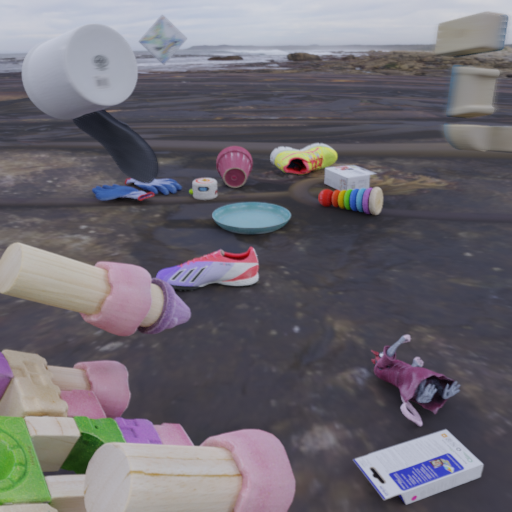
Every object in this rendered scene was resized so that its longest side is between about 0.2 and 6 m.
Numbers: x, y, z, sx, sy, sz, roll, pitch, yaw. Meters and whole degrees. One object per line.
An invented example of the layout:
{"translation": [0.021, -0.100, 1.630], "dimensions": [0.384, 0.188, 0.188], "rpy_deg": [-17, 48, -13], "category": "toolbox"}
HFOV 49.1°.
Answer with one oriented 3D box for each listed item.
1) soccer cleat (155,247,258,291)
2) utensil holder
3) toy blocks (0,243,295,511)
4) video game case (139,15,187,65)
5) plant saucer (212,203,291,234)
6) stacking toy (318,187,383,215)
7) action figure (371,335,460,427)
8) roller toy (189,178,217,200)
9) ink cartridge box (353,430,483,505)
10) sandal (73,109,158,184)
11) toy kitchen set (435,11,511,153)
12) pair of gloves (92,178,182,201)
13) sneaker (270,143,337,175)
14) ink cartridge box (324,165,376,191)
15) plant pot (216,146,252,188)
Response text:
{"translation": [-0.876, 0.206, 9.978], "dimensions": [1.840, 0.673, 0.628], "rpy_deg": [-3, 23, -6], "category": "soccer cleat"}
{"translation": [-3.265, -3.404, 10.408], "dimensions": [1.520, 1.520, 1.789], "rpy_deg": [-20, 17, -39], "category": "utensil holder"}
{"translation": [-1.177, 1.940, 4.712], "dimensions": [2.580, 3.065, 2.865], "rpy_deg": [23, 15, -45], "category": "toy blocks"}
{"translation": [-2.221, -5.156, 13.371], "dimensions": [0.789, 0.866, 0.095], "rpy_deg": [41, -3, -15], "category": "video game case"}
{"translation": [-0.107, -0.863, 13.040], "dimensions": [1.818, 0.249, 1.818], "rpy_deg": [-1, 23, 0], "category": "plant saucer"}
{"translation": [2.284, -1.390, 13.897], "dimensions": [1.593, 0.680, 0.680], "rpy_deg": [6, 23, 29], "category": "stacking toy"}
{"translation": [1.885, 1.575, 7.122], "dimensions": [0.941, 0.846, 1.264], "rpy_deg": [-54, 32, -13], "category": "action figure"}
{"translation": [-1.358, -1.804, 14.907], "dimensions": [0.723, 0.505, 0.659], "rpy_deg": [-20, 30, -38], "category": "roller toy"}
{"translation": [1.680, 2.218, 5.853], "dimensions": [1.239, 0.230, 0.587], "rpy_deg": [-7, 25, -22], "category": "ink cartridge box"}
{"translation": [-2.863, -2.485, 11.802], "dimensions": [2.272, 0.864, 0.486], "rpy_deg": [44, 33, 2], "category": "sandal"}
{"translation": [4.118, -2.916, 9.768], "dimensions": [1.725, 2.154, 1.269], "rpy_deg": [0, 14, -18], "category": "toy kitchen set"}
{"translation": [-3.257, -1.800, 15.247], "dimensions": [1.839, 0.261, 2.287], "rpy_deg": [12, 25, 30], "category": "pair of gloves"}
{"translation": [1.561, -2.849, 17.175], "dimensions": [2.154, 0.842, 0.973], "rpy_deg": [-9, 39, -17], "category": "sneaker"}
{"translation": [2.657, -2.172, 15.786], "dimensions": [1.018, 0.486, 1.160], "rpy_deg": [-10, 25, -23], "category": "ink cartridge box"}
{"translation": [-0.610, -2.457, 15.958], "dimensions": [1.042, 1.042, 0.933], "rpy_deg": [-1, 39, -3], "category": "plant pot"}
